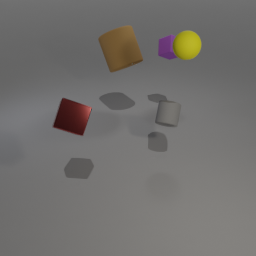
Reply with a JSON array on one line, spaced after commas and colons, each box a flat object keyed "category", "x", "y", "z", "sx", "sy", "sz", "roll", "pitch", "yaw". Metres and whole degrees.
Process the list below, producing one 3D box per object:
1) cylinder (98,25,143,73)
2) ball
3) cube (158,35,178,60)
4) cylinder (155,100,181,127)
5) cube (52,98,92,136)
[{"category": "cylinder", "x": -0.279, "y": -3.065, "z": 10.960, "sx": 1.400, "sy": 1.400, "sz": 1.400, "roll": -20, "pitch": 9, "yaw": 3}, {"category": "ball", "x": 1.456, "y": -2.045, "z": 6.943, "sx": 0.700, "sy": 0.700, "sz": 0.700, "roll": 0, "pitch": 29, "yaw": 0}, {"category": "cube", "x": 1.709, "y": -3.229, "z": 11.249, "sx": 0.700, "sy": 0.700, "sz": 0.700, "roll": 7, "pitch": -5, "yaw": -39}, {"category": "cylinder", "x": 1.237, "y": -0.431, "z": 8.624, "sx": 0.700, "sy": 0.700, "sz": 0.700, "roll": 12, "pitch": -5, "yaw": 1}, {"category": "cube", "x": -1.330, "y": -0.244, "z": 6.593, "sx": 0.700, "sy": 0.700, "sz": 0.700, "roll": 18, "pitch": -5, "yaw": -16}]
